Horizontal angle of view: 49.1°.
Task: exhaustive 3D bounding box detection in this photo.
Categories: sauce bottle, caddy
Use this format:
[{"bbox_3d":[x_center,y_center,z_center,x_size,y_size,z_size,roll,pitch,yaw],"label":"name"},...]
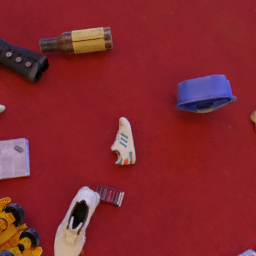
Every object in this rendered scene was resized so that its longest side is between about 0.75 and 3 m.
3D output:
[{"bbox_3d":[-2.115,-3.544,11.526,2.908,0.941,0.941,-5,78,-2],"label":"sauce bottle"},{"bbox_3d":[2.866,-1.144,10.507,2.220,1.569,1.165,-8,79,29],"label":"caddy"}]

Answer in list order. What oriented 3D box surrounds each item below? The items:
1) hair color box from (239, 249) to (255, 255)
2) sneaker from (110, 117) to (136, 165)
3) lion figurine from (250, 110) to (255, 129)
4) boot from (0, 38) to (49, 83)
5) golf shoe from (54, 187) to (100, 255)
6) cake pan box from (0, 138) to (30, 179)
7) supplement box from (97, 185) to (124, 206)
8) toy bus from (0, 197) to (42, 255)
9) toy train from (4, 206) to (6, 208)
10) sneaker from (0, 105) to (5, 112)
[{"bbox_3d":[4.501,5.202,9.935,0.736,0.445,1.472,-27,79,-6],"label":"hair color box"},{"bbox_3d":[-0.271,0.511,10.771,0.883,0.665,1.888,-8,81,-12],"label":"sneaker"},{"bbox_3d":[5.143,-0.271,11.197,0.538,0.318,0.878,-34,66,1],"label":"lion figurine"},{"bbox_3d":[-4.786,-2.443,11.420,2.505,0.822,2.064,26,81,1],"label":"boot"},{"bbox_3d":[-1.952,3.508,9.727,1.138,1.413,2.906,19,89,3],"label":"golf shoe"},{"bbox_3d":[-4.651,1.219,10.799,1.583,0.414,1.458,-8,76,-2],"label":"cake pan box"},{"bbox_3d":[-0.698,2.551,10.561,1.008,0.307,0.548,17,79,3],"label":"supplement box"},{"bbox_3d":[-4.568,4.026,9.635,2.326,1.644,2.422,-34,91,20],"label":"toy bus"},{"bbox_3d":[-4.465,3.420,10.418,0.357,0.264,1.267,-36,80,3],"label":"toy train"},{"bbox_3d":[-5.437,-0.321,11.046,1.440,0.530,0.849,-23,73,5],"label":"sneaker"}]
